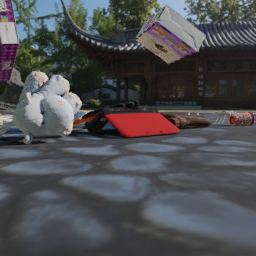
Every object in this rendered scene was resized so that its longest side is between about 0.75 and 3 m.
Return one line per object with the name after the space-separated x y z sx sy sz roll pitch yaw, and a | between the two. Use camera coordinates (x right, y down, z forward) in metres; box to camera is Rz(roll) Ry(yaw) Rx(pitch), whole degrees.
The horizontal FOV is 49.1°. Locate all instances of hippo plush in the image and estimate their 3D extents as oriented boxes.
-1.895 -0.493 5.926 1.922 1.531 1.545 -1 4 -15 | hippo plush

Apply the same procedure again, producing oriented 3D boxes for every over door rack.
3.392 -0.424 11.232 1.624 0.541 1.200 1 3 32 | over door rack

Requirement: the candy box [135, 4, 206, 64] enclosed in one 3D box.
1.256 -2.848 8.829 1.525 0.650 1.818 31 -8 -17 | candy box

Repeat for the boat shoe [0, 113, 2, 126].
-5.348 -0.230 10.050 1.528 0.481 0.557 -9 18 -26 | boat shoe

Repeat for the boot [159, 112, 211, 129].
1.741 -0.295 9.503 1.681 0.540 1.567 -7 20 -33 | boot

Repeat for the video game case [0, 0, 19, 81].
-3.106 -2.462 6.744 0.403 2.038 2.249 -11 -6 -29 | video game case

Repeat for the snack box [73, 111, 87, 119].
-1.911 -0.276 9.223 0.945 0.379 1.121 -14 4 8 | snack box

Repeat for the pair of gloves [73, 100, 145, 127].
-0.594 -0.426 8.731 2.195 0.305 2.464 -13 -4 11 | pair of gloves

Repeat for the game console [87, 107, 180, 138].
0.104 0.053 7.556 1.878 1.115 1.619 -3 -26 -36 | game console

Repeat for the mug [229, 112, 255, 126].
4.122 -0.269 10.304 0.767 0.512 0.681 -6 -27 -15 | mug
